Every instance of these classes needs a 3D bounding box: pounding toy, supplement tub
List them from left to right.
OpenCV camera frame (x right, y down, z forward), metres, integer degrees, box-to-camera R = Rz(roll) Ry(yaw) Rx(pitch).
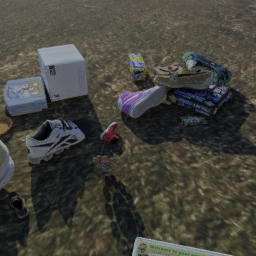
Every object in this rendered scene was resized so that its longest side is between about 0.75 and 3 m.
[{"bbox_3d":[-4.340,0.685,7.607,1.671,2.305,1.671,-9,47,10],"label":"supplement tub"},{"bbox_3d":[2.147,-2.864,13.476,1.886,1.082,1.078,-3,42,-5],"label":"pounding toy"}]

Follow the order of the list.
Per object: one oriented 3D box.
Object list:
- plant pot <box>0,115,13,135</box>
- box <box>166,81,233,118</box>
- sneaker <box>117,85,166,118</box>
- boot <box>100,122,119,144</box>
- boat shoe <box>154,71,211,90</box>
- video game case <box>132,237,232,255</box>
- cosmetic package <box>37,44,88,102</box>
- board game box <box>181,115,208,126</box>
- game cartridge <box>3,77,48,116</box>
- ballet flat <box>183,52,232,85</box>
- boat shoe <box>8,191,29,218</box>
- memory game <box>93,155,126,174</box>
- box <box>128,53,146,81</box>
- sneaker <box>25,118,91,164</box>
[{"bbox_3d":[-5.022,-0.032,10.545,1.316,0.181,1.316,1,37,0],"label":"plant pot"},{"bbox_3d":[3.097,-1.449,12.099,2.151,0.535,2.135,25,45,28],"label":"box"},{"bbox_3d":[0.521,-1.348,11.755,2.295,0.832,1.308,-31,44,-34],"label":"sneaker"},{"bbox_3d":[-0.482,0.202,10.138,0.655,0.329,0.908,21,51,25],"label":"boot"},{"bbox_3d":[2.282,-2.117,11.819,2.362,0.740,0.866,4,26,-1],"label":"boat shoe"},{"bbox_3d":[1.098,3.494,5.900,2.306,0.254,2.099,7,38,10],"label":"video game case"},{"bbox_3d":[-2.915,-2.515,12.509,1.700,1.698,2.061,-15,40,-19],"label":"cosmetic package"},{"bbox_3d":[2.584,-0.297,10.954,0.922,0.108,0.483,-5,36,-7],"label":"board game box"},{"bbox_3d":[-4.489,-1.455,12.178,1.694,0.528,2.544,-9,38,-18],"label":"game cartridge"},{"bbox_3d":[3.591,-2.878,13.620,1.085,1.085,2.923,-27,43,-31],"label":"ballet flat"},{"bbox_3d":[-3.026,2.035,7.705,0.364,0.358,0.978,-28,46,-32],"label":"boat shoe"},{"bbox_3d":[-0.566,1.115,8.362,1.048,1.048,0.067,11,56,14],"label":"memory game"},{"bbox_3d":[0.451,-3.126,14.188,0.682,0.626,1.948,-4,38,-5],"label":"box"},{"bbox_3d":[-2.295,0.129,9.573,0.962,1.149,2.597,25,43,31],"label":"sneaker"}]
